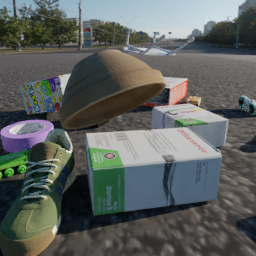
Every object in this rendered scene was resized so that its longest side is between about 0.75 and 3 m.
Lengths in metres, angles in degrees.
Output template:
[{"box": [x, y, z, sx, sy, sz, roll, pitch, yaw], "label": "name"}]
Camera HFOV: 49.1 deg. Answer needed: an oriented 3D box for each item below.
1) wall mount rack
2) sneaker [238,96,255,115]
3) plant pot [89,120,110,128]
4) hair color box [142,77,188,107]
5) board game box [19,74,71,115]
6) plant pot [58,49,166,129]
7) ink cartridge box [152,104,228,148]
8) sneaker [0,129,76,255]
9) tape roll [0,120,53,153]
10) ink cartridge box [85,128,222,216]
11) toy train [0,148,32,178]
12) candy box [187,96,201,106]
[{"box": [0.892, -2.535, 8.423, 1.969, 0.734, 1.711, -9, 29, -35], "label": "wall mount rack"}, {"box": [5.162, -0.898, 11.247, 1.019, 0.566, 1.457, -1, 28, -6], "label": "sneaker"}, {"box": [-1.187, -0.649, 9.604, 1.045, 1.178, 1.175, 21, 24, 19], "label": "plant pot"}, {"box": [1.601, -1.724, 13.013, 1.630, 0.940, 2.940, 9, 19, 24], "label": "hair color box"}, {"box": [-2.792, -1.279, 10.500, 2.272, 1.170, 1.192, -4, 13, 36], "label": "board game box"}, {"box": [-0.477, -0.932, 6.194, 2.427, 1.120, 2.427, -22, -7, -3], "label": "plant pot"}, {"box": [1.718, -0.078, 8.235, 1.412, 0.819, 1.949, -6, 19, -18], "label": "ink cartridge box"}, {"box": [-1.514, 0.840, 4.871, 0.897, 1.201, 2.676, 0, 18, 2], "label": "sneaker"}, {"box": [-2.786, 0.212, 7.843, 1.390, 0.456, 1.390, -1, 22, 1], "label": "tape roll"}, {"box": [0.384, 0.735, 5.547, 2.327, 0.978, 1.698, -4, 19, -11], "label": "ink cartridge box"}, {"box": [-2.299, 0.720, 6.384, 1.740, 0.491, 0.363, -12, 22, -34], "label": "toy train"}, {"box": [2.943, -1.199, 12.505, 0.517, 0.248, 0.895, 6, 20, 19], "label": "candy box"}]
